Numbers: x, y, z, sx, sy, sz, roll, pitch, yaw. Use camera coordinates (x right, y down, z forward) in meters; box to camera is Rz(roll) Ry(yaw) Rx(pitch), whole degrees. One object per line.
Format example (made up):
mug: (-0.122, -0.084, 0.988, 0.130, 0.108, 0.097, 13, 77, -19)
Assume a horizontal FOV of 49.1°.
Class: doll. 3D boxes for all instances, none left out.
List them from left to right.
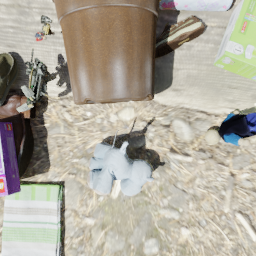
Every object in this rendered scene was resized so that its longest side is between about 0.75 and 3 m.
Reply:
doll: (3.253, -0.010, 7.787, 2.282, 1.557, 0.553, -17, 122, 25)

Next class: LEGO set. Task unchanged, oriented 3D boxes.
LEGO set: (-2.220, -1.599, 7.368, 0.717, 1.644, 2.531, 15, 98, -12)

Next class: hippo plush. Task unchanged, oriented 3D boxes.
hippo plush: (-0.133, 1.077, 7.918, 1.521, 1.507, 1.892, 22, 105, -29)

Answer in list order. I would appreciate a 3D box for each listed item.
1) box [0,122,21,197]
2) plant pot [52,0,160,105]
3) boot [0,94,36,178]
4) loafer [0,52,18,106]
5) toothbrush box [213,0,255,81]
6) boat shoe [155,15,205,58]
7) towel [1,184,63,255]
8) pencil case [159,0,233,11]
box: (-4.334, 1.005, 7.715, 2.770, 0.542, 1.895, -10, 86, 19)
plant pot: (-0.432, -2.065, 7.354, 2.861, 2.861, 2.832, -5, 95, 0)
boot: (-4.106, 0.120, 8.055, 2.634, 0.846, 2.455, 4, 80, 0)
loafer: (-3.648, -1.476, 7.906, 0.740, 0.685, 1.968, -1, 57, 0)
toothbrush box: (4.067, -2.339, 8.047, 2.546, 1.096, 1.854, 20, 86, 2)
boat shoe: (1.277, -2.748, 8.344, 1.929, 0.712, 0.714, -27, 76, -9)
towel: (-2.795, 2.805, 8.123, 1.742, 0.358, 2.336, 1, 86, -1)
pencil case: (1.904, -3.977, 8.180, 2.273, 1.031, 0.945, 3, 73, -1)
